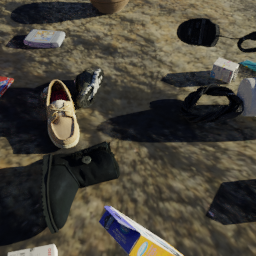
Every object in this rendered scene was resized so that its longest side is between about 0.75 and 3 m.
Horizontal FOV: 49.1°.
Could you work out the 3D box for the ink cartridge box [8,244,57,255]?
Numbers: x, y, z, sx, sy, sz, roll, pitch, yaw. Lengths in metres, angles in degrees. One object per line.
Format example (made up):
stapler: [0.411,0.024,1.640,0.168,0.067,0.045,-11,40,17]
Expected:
ink cartridge box: [-1.899,2.800,5.595,0.937,0.395,0.684,-7,48,-7]

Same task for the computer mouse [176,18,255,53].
computer mouse: [2.902,-2.799,8.541,2.830,0.830,0.482,13,17,11]

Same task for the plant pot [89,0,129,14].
plant pot: [-0.899,-6.289,13.484,2.392,1.104,2.392,1,48,-1]

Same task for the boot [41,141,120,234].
boot: [-1.071,1.267,6.696,1.832,0.833,2.180,-12,42,-6]

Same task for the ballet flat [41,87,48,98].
ballet flat: [-2.636,-1.316,9.472,0.275,0.272,0.809,22,51,19]

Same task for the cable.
cable: [2.445,-0.765,8.608,1.894,0.481,1.545,-16,48,4]

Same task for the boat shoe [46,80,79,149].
boat shoe: [-2.039,-0.498,8.314,0.915,0.859,2.482,-14,49,-13]

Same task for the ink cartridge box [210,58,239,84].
ink cartridge box: [3.466,-2.021,9.934,0.853,0.548,0.534,27,52,22]

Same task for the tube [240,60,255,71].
tube: [4.713,-2.267,10.381,0.417,0.271,1.076,-21,45,-29]

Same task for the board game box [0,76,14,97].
board game box: [-4.534,-1.318,9.577,0.663,0.125,1.288,9,48,10]

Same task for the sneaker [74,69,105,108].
sneaker: [-1.449,-1.346,9.288,0.876,0.643,1.935,8,44,11]

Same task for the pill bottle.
pill bottle: [4.762,-0.904,8.251,2.722,1.510,1.510,0,47,0]

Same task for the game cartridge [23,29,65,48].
game cartridge: [-3.501,-3.725,11.695,1.526,0.317,1.016,6,43,5]

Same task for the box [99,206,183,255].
box: [0.266,1.598,3.802,0.320,1.544,0.919,-57,27,-10]
